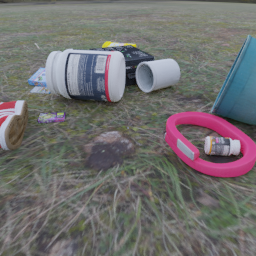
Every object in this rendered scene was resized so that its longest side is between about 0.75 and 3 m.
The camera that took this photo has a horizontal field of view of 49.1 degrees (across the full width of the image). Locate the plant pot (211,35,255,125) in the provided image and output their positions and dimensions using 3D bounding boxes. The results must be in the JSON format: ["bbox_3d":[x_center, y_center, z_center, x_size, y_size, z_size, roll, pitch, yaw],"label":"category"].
[{"bbox_3d":[4.438,-1.217,8.982,2.539,2.702,2.702,25,36,11],"label":"plant pot"}]

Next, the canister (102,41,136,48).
[{"bbox_3d":[-0.483,-4.492,16.227,1.784,0.772,1.325,6,31,8],"label":"canister"}]

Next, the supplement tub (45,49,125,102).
[{"bbox_3d":[-1.552,-2.036,10.806,2.722,1.910,1.910,5,30,8],"label":"supplement tub"}]

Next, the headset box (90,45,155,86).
[{"bbox_3d":[-0.292,-2.911,13.026,2.267,1.208,2.603,-14,33,-24],"label":"headset box"}]

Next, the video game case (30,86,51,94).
[{"bbox_3d":[-3.651,-1.621,11.944,0.840,0.075,0.601,2,29,5],"label":"video game case"}]

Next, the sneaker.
[{"bbox_3d":[-3.987,-0.119,8.413,1.570,0.994,2.792,-1,22,-10],"label":"sneaker"}]

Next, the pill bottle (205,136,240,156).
[{"bbox_3d":[2.620,0.513,7.817,0.878,0.511,0.511,4,30,5],"label":"pill bottle"}]

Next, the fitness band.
[{"bbox_3d":[2.312,0.362,8.129,2.084,0.543,2.902,-8,32,-19],"label":"fitness band"}]

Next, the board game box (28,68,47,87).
[{"bbox_3d":[-3.557,-2.272,12.647,1.494,0.273,1.130,9,44,16],"label":"board game box"}]

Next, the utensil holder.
[{"bbox_3d":[1.279,-2.269,11.901,1.483,1.260,1.260,-18,35,-31],"label":"utensil holder"}]

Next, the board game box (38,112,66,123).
[{"bbox_3d":[-2.636,-0.368,9.731,0.883,0.143,0.530,-3,26,-5],"label":"board game box"}]
